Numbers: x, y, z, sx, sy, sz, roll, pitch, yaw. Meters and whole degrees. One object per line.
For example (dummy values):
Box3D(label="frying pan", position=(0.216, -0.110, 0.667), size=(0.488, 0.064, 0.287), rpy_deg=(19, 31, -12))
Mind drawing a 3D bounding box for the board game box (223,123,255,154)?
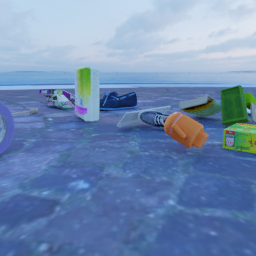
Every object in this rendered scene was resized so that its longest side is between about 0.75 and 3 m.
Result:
Box3D(label="board game box", position=(3.871, 0.343, 7.421), size=(2.326, 0.554, 1.181), rpy_deg=(9, 15, 37))

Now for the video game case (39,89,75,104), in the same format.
Box3D(label="video game case", position=(-4.082, -1.911, 17.152), size=(1.796, 0.355, 1.982), rpy_deg=(6, -9, 26))

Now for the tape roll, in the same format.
Box3D(label="tape roll", position=(-3.588, 0.001, 6.797), size=(0.631, 1.485, 1.485), rpy_deg=(7, 14, 31))

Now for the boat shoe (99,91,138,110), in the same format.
Box3D(label="boat shoe", position=(-0.842, -1.570, 15.541), size=(2.927, 1.005, 1.232), rpy_deg=(-9, 15, -37))

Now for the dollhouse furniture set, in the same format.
Box3D(label="dollhouse furniture set", position=(3.688, -0.540, 11.630), size=(2.781, 1.396, 1.822), rpy_deg=(-13, -19, 37))

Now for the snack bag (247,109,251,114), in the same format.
Box3D(label="snack bag", position=(6.730, -0.741, 13.462), size=(2.243, 0.240, 2.115), rpy_deg=(1, 11, 0))

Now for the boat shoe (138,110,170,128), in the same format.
Box3D(label="boat shoe", position=(1.173, -0.314, 9.870), size=(1.599, 0.597, 0.742), rpy_deg=(8, -1, -5))

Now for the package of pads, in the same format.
Box3D(label="package of pads", position=(-1.810, -1.520, 12.257), size=(0.763, 2.237, 1.729), rpy_deg=(-2, 12, -22))

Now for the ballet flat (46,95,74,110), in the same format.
Box3D(label="ballet flat", position=(-3.898, -1.505, 15.847), size=(2.147, 0.764, 0.742), rpy_deg=(9, 15, 37))

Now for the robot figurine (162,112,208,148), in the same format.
Box3D(label="robot figurine", position=(1.468, 0.045, 7.347), size=(1.231, 0.718, 0.886), rpy_deg=(33, 54, 23))

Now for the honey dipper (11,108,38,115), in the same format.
Box3D(label="honey dipper", position=(-5.070, -0.743, 13.407), size=(1.517, 0.288, 0.288), rpy_deg=(-12, 16, -39))

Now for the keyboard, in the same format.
Box3D(label="keyboard", position=(0.679, -0.477, 10.841), size=(2.646, 0.745, 0.141), rpy_deg=(-12, 53, -45))
